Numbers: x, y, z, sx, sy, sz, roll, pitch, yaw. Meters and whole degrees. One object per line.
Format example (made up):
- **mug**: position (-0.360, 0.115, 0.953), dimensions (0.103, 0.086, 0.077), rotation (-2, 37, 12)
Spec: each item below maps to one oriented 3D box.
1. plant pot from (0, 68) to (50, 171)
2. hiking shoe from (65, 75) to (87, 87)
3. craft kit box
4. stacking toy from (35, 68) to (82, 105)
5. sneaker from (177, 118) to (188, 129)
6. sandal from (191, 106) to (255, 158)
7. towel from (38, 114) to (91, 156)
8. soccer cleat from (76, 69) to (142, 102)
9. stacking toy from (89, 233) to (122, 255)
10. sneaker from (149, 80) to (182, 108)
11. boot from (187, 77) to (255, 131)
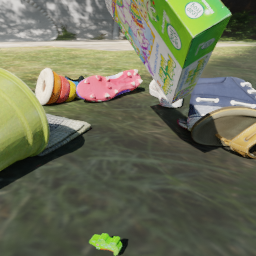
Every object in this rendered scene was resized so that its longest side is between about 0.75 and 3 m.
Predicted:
- **plant pot**: position (-2.724, 0.179, 4.838), dimensions (1.974, 1.974, 1.815), rotation (9, 34, 23)
- **hiking shoe**: position (-2.502, -1.618, 10.687), dimensions (1.839, 0.797, 0.684), rotation (-7, 22, -17)
- **craft kit box**: position (0.332, -1.820, 4.346), dimensions (0.609, 2.481, 2.512), rotation (-33, -12, -4)
- **stacking toy**: position (-2.266, -1.317, 9.949), dimensions (1.740, 1.271, 1.271), rotation (9, 12, -38)
- **sneaker**: position (1.857, -0.197, 7.518), dimensions (1.068, 0.399, 0.431), rotation (0, 21, 3)
- **sandal**: position (2.716, 0.240, 5.768), dimensions (2.786, 1.119, 0.752), rotation (10, 46, 12)
- **towel**: position (-2.237, 0.038, 6.975), dimensions (1.933, 0.347, 2.008), rotation (9, 22, 23)
- **soccer cleat**: position (-0.740, -1.535, 10.607), dimensions (2.957, 0.986, 1.130), rotation (-24, 1, -37)
- **stacking toy**: position (0.034, 1.669, 2.756), dimensions (1.508, 0.354, 1.137), rotation (7, 20, 23)
- **sneaker**: position (1.440, -1.682, 10.318), dimensions (1.045, 1.216, 2.871), rotation (-4, 20, -6)
- **boot**: position (2.951, -0.532, 6.633), dimensions (2.997, 1.354, 1.090), rotation (4, -12, 12)
